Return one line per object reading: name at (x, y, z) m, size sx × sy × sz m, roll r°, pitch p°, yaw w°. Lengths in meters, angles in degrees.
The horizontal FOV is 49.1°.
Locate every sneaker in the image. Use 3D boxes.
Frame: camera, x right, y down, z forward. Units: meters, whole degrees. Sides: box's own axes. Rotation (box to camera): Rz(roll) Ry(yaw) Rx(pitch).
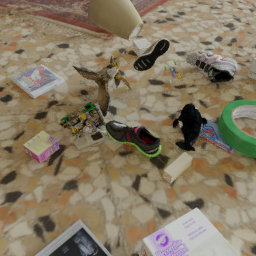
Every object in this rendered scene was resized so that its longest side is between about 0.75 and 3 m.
sneaker at (0.757, -2.355, 9.038) m, size 1.389 × 0.513 × 0.551 m, roll -38°, pitch 23°, yaw 19°
sneaker at (0.238, 0.206, 10.726) m, size 2.370 × 0.993 × 0.909 m, roll 23°, pitch 47°, yaw 12°
sneaker at (4.063, -2.967, 13.970) m, size 2.629 × 1.022 × 1.839 m, roll 14°, pitch 46°, yaw 15°

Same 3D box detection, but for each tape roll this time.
tape roll at (5.054, -0.021, 11.165) m, size 2.779 × 0.668 × 2.779 m, roll 3°, pitch 45°, yaw -3°

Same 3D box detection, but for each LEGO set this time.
LEGO set at (-1.718, -0.183, 11.193) m, size 1.795 × 1.040 × 1.380 m, roll -36°, pitch 24°, yaw -24°

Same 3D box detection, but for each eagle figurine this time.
eagle figurine at (-1.142, -2.061, 12.234) m, size 2.213 × 2.201 × 2.916 m, roll 26°, pitch 42°, yaw 10°

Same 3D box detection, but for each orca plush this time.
orca plush at (2.355, -0.299, 11.213) m, size 1.391 × 0.940 × 2.645 m, roll 8°, pitch 42°, yaw 28°

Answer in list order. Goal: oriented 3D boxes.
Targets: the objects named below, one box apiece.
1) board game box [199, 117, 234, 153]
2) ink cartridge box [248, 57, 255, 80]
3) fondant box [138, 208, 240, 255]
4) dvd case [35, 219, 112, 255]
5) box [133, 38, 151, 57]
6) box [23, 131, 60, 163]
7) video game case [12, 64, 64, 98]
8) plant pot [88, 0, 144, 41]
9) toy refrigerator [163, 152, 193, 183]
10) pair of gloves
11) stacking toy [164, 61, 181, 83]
board game box at (3.570, 0.263, 11.372) m, size 1.814 × 0.176 × 0.934 m, roll 34°, pitch 54°, yaw 29°
ink cartridge box at (7.587, -3.213, 14.177) m, size 1.845 × 1.063 × 2.528 m, roll 33°, pitch 54°, yaw 29°
fondant box at (1.922, 3.782, 7.286) m, size 2.058 × 0.831 × 2.852 m, roll -19°, pitch 47°, yaw -28°
dvd case at (-1.319, 3.889, 7.723) m, size 1.721 × 0.283 × 2.290 m, roll -35°, pitch 54°, yaw -29°
box at (0.811, -4.519, 15.824) m, size 0.802 × 0.560 × 1.053 m, roll -15°, pitch 47°, yaw -15°
box at (-3.305, 0.710, 10.725) m, size 0.863 × 0.474 × 0.981 m, roll 28°, pitch 53°, yaw 25°
video game case at (-4.488, -2.379, 13.950) m, size 1.971 × 0.226 × 1.796 m, roll 35°, pitch 54°, yaw 29°
plant pot at (-0.367, -4.738, 12.029) m, size 1.999 × 1.872 × 1.872 m, roll 44°, pitch 57°, yaw 7°
toy refrigerator at (1.771, 1.405, 10.058) m, size 1.186 × 0.450 × 0.415 m, roll -36°, pitch 55°, yaw -29°
pair of gloves at (-1.612, 0.076, 11.480) m, size 1.449 × 0.299 × 1.704 m, roll -14°, pitch 46°, yaw -13°
stacking toy at (1.776, -2.246, 11.285) m, size 0.578 × 0.766 × 0.180 m, roll -32°, pitch 24°, yaw -21°
